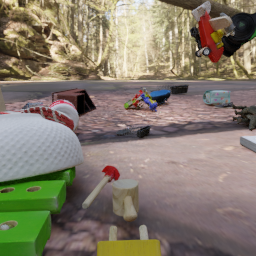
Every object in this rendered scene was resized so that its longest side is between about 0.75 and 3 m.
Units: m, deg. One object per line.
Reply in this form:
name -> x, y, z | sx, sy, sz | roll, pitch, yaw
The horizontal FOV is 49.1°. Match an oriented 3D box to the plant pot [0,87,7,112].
plant pot -> -5.772, -1.364, 9.424 | 2.428, 2.742, 2.739 | -17, 19, -27

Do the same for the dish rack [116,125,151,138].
dish rack -> 0.129, 0.081, 7.806 | 0.872, 0.238, 0.669 | 6, 13, 29

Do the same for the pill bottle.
pill bottle -> -1.939, -0.354, 8.252 | 0.890, 0.890, 1.586 | -3, 13, -14

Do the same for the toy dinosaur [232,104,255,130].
toy dinosaur -> 3.949, -0.428, 9.028 | 0.991, 0.746, 1.938 | -5, 8, 10

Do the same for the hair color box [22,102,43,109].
hair color box -> -3.642, -0.721, 10.686 | 0.564, 0.341, 1.127 | -8, -1, -32

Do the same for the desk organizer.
desk organizer -> -2.163, -1.099, 11.779 | 1.003, 0.934, 2.605 | 5, 13, 10

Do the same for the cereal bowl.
cereal bowl -> -1.725, 0.276, 4.133 | 2.052, 0.855, 2.052 | -8, -3, 0

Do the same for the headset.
headset -> 2.852, -2.677, 7.792 | 2.244, 1.054, 1.386 | -24, -10, -14

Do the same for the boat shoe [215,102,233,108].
boat shoe -> 4.497, -1.076, 13.141 | 0.942, 0.295, 0.342 | -2, 12, -9

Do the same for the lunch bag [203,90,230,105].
lunch bag -> 4.501, -1.558, 14.339 | 1.078, 0.772, 1.265 | 0, 5, -2

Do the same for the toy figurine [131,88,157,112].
toy figurine -> 0.878, -0.969, 12.249 | 0.995, 0.876, 1.661 | 47, 5, 18

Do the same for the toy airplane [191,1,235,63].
toy airplane -> 2.164, -2.552, 7.180 | 0.960, 1.354, 1.360 | -15, 56, -8

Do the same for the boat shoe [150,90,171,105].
boat shoe -> 1.743, -1.522, 14.445 | 0.852, 0.695, 2.024 | 17, 21, 32

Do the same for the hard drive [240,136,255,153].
hard drive -> 3.617, 0.390, 6.334 | 1.715, 0.229, 1.131 | -1, 12, -5

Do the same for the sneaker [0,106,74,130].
sneaker -> -2.514, -0.167, 7.322 | 2.366, 0.921, 0.972 | 3, 11, 13

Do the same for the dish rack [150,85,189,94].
dish rack -> 3.008, -2.870, 20.802 | 2.510, 0.685, 1.925 | 11, 15, 43

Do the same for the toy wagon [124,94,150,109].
toy wagon -> 0.432, -1.265, 12.849 | 1.328, 0.263, 1.030 | -29, -4, 30

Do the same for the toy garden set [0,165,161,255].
toy garden set -> -0.783, 1.006, 2.803 | 2.273, 0.544, 2.727 | -2, 11, -1
